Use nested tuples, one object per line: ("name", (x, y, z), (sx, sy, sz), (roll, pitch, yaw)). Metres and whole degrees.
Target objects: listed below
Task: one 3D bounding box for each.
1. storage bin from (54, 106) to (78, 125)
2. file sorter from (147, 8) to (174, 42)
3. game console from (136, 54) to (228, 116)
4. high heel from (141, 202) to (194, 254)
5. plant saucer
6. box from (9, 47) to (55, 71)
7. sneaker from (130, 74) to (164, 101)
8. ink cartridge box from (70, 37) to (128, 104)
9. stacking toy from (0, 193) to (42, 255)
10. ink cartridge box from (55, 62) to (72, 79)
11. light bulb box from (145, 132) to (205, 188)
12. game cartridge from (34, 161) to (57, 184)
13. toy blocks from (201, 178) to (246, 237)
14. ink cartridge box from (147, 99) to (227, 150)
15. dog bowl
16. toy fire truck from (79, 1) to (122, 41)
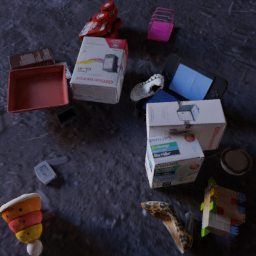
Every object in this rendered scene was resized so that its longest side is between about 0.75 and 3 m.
("storage bin", (-2.622, -0.552, 11.750), (0.876, 0.637, 0.588), (-32, 32, -21))
("file sorter", (1.824, -5.661, 15.255), (1.131, 1.021, 1.628), (14, 54, 11))
("game console", (2.161, -1.377, 11.672), (2.904, 2.503, 1.724), (35, 34, 23))
("high heel", (1.195, 3.099, 8.875), (1.842, 0.658, 1.313), (18, 48, 2))
("plant saucer", (-3.843, -1.650, 12.102), (2.450, 0.450, 2.445), (-9, 56, -7))
("box", (-4.604, -3.130, 13.543), (2.017, 0.756, 1.010), (-16, 55, -13))
("sneaker", (0.797, -1.617, 11.959), (1.696, 0.637, 0.687), (-31, 41, 27))
("ink cartridge box", (-1.225, -2.673, 12.694), (2.096, 1.216, 2.840), (6, 60, 5))
("stacking toy", (-3.106, 3.086, 8.773), (1.329, 1.329, 1.819), (-24, 73, -17))
("ink cartridge box", (-3.964, -2.285, 13.074), (2.606, 0.483, 1.234), (-19, 55, -11))
("light bulb box", (1.541, 1.135, 9.717), (1.703, 1.718, 1.072), (-9, 54, -6))
("game cartridge", (-3.056, 1.650, 10.315), (0.563, 0.176, 0.845), (-35, 60, -18))
("toy blocks", (3.177, 2.741, 9.138), (1.309, 0.957, 1.916), (18, 54, -1))
("ink cartridge box", (2.008, -0.004, 10.256), (2.597, 1.902, 1.115), (-4, 57, 1))
("dog bowl", (4.023, 1.259, 10.493), (1.131, 0.332, 1.131), (0, 54, 0))
("toy fire truck", (-1.516, -5.745, 15.274), (1.958, 1.307, 2.332), (-1, 53, 26))
